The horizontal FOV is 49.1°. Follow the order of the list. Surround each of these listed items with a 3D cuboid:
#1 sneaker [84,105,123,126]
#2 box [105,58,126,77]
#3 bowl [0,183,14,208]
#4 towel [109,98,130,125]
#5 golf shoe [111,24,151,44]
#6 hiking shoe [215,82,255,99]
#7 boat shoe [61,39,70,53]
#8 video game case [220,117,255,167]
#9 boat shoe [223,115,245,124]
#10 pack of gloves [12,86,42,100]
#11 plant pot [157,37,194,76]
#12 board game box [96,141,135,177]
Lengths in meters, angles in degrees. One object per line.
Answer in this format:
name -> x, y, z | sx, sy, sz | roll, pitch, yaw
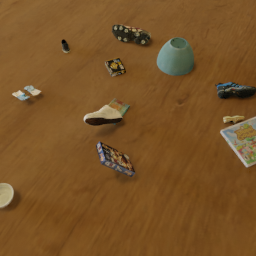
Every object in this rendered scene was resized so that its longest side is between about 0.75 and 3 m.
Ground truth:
sneaker -> -1.022, -0.510, 10.699 | 1.643, 0.598, 0.695 | -3, 60, -41
box -> -0.589, -2.824, 12.968 | 0.719, 0.222, 0.900 | -17, 56, -13
bowl -> -4.152, 2.282, 9.240 | 0.842, 0.378, 0.842 | 0, 54, 0
towel -> -0.538, -0.708, 11.523 | 0.832, 0.123, 1.135 | 28, 59, 17
golf shoe -> 0.166, -4.748, 14.137 | 2.022, 0.780, 0.890 | 20, 37, 10
hiking shoe -> 4.619, -1.702, 11.919 | 1.666, 0.620, 0.722 | -1, 56, 0
boat shoe -> -3.092, -4.033, 13.789 | 0.337, 0.281, 0.903 | -15, 57, -13
video game case -> 4.769, 0.451, 10.644 | 1.864, 0.206, 1.697 | -19, 57, -13
boat shoe -> 4.232, -0.308, 11.176 | 0.829, 0.297, 0.316 | -4, 68, 6
pack of gloves -> -4.325, -1.552, 11.881 | 0.876, 0.206, 1.043 | -38, 46, -27
plant pot -> 2.243, -3.416, 12.809 | 1.732, 1.167, 1.732 | 0, 55, 0
board game box -> -0.418, 1.061, 9.426 | 0.234, 1.354, 0.917 | -47, 38, 18
